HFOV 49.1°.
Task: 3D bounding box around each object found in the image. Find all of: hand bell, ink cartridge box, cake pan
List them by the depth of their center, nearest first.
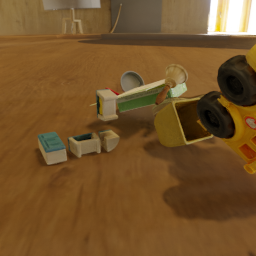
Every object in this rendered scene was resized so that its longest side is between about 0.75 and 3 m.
[{"bbox_3d":[1.003,-1.029,7.184,0.650,0.650,1.249,13,51,30],"label":"hand bell"},{"bbox_3d":[0.407,-0.895,8.217,1.886,0.621,2.591,-12,13,33],"label":"ink cartridge box"},{"bbox_3d":[0.141,-1.611,10.396,1.024,1.024,0.188,-15,-7,-32],"label":"cake pan"}]

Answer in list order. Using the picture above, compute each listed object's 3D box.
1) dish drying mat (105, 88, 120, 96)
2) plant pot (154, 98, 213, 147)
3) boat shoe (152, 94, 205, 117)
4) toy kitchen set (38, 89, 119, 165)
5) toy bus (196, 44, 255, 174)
[{"bbox_3d":[-0.454,-1.282,10.455,0.439,0.104,1.143,29,4,-35],"label":"dish drying mat"},{"bbox_3d":[1.159,-0.049,6.458,0.959,0.953,0.981,-11,-9,-38],"label":"plant pot"},{"bbox_3d":[1.570,-0.375,7.454,2.294,0.745,0.828,-4,-18,42],"label":"boat shoe"},{"bbox_3d":[-1.143,-0.135,6.255,1.654,1.325,0.974,-11,23,-25],"label":"toy kitchen set"},{"bbox_3d":[2.652,-0.172,4.709,1.733,2.554,2.452,-29,71,-15],"label":"toy bus"}]
